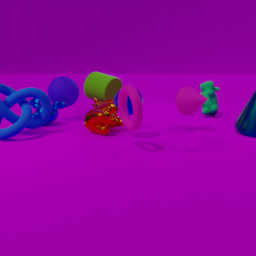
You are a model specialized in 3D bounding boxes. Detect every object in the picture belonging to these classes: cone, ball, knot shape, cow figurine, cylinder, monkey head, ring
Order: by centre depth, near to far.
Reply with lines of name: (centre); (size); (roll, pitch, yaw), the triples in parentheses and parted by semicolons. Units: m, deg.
ring: (0.044, -0.443, 6.283); (0.210, 1.051, 1.051); (-11, 15, -22)
ball: (0.016, -0.707, 7.398); (0.762, 0.762, 0.762); (0, 12, 0)
knot shape: (-3.064, -0.404, 7.536); (1.763, 1.650, 0.815); (23, -33, -12)
cone: (3.650, -0.677, 7.629); (1.403, 1.408, 1.403); (-9, 27, 4)
cone: (2.003, -0.802, 8.082); (0.885, 0.885, 0.888); (-6, 4, -25)
cow figurine: (-0.803, -0.381, 8.456); (1.652, 0.922, 1.679); (5, 24, 41)
monkey head: (-2.765, -0.577, 9.065); (1.362, 0.980, 0.821); (-34, 13, -34)
ball: (-2.291, -1.281, 9.981); (1.105, 1.105, 1.105); (0, 12, 0)
cow figurine: (3.197, -1.141, 10.954); (0.774, 1.410, 1.388); (-16, -6, 29)
cylinder: (-1.079, -1.739, 12.376); (1.253, 1.253, 1.253); (22, 22, 33)
